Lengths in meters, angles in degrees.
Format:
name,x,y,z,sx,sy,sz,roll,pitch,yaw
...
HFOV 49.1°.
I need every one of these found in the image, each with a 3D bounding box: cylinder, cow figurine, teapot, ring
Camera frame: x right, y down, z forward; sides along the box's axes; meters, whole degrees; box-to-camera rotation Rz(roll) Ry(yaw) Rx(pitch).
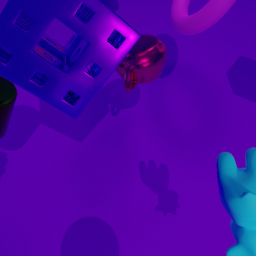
name,x,y,z,sx,sy,sz,roll,pitch,yaw
cylinder,-2.608,-0.383,5.054,0.978,0.978,0.978,21,36,-16
cow figurine,1.266,0.880,2.929,0.636,1.159,1.140,-11,67,18
teapot,0.265,-1.359,5.688,1.119,0.881,1.799,6,46,21
ring,1.608,-2.857,5.807,0.390,1.948,1.948,21,50,-29

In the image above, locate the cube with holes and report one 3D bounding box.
name,x,y,z,sx,sy,sz,roll,pitch,yaw
cube with holes,-0.915,-1.254,3.782,1.363,1.363,1.363,-49,29,15
